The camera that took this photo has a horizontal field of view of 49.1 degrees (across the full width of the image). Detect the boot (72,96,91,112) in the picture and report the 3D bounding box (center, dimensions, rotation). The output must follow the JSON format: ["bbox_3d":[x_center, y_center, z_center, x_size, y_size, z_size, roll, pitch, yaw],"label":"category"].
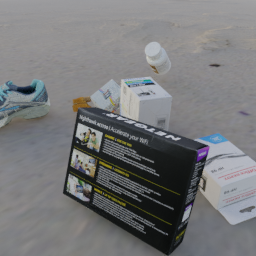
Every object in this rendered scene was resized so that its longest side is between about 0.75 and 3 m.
[{"bbox_3d":[-1.397,-0.561,8.748,0.622,0.305,0.868,-15,73,-3],"label":"boot"}]

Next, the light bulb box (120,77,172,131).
[{"bbox_3d":[0.419,-0.474,7.687,0.906,1.440,1.452,-8,33,-17],"label":"light bulb box"}]

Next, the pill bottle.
[{"bbox_3d":[1.168,-2.754,11.094,0.797,0.797,1.395,16,-10,25],"label":"pill bottle"}]

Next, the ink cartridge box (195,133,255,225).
[{"bbox_3d":[2.050,0.965,5.975,1.147,0.660,1.980,-14,33,-17],"label":"ink cartridge box"}]

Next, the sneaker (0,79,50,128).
[{"bbox_3d":[-3.635,-0.784,8.135,2.705,1.168,1.050,-22,46,-34],"label":"sneaker"}]

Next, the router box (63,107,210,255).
[{"bbox_3d":[-0.001,0.808,5.065,2.459,1.834,0.628,20,15,30],"label":"router box"}]

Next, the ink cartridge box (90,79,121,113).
[{"bbox_3d":[-0.583,-0.897,8.729,0.911,0.662,0.659,-40,69,-9],"label":"ink cartridge box"}]
